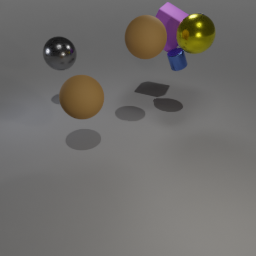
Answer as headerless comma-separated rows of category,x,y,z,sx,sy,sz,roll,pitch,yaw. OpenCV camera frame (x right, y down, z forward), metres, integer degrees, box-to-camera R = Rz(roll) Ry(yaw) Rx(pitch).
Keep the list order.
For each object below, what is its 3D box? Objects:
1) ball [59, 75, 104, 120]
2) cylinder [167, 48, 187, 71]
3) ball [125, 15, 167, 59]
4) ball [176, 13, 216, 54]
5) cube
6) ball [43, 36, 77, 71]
ball,-1.451,-0.968,8.829,1.400,1.400,1.400,0,30,0
cylinder,2.038,-2.836,11.579,0.700,0.700,0.700,-17,36,13
ball,0.588,-3.005,9.314,1.400,1.400,1.400,0,30,0
ball,2.452,-3.406,10.167,1.400,1.400,1.400,0,30,0
cube,1.804,-4.325,12.129,1.400,1.400,1.400,32,40,1
ball,-2.877,-3.140,11.845,1.400,1.400,1.400,0,30,0
